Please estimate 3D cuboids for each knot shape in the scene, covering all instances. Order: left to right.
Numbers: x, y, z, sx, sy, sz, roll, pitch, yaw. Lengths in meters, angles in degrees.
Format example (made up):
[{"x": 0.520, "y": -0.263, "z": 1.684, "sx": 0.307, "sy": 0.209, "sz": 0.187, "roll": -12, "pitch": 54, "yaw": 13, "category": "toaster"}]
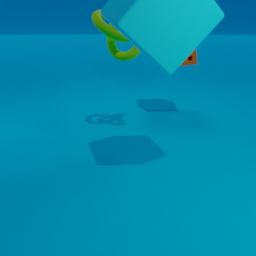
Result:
[{"x": -0.257, "y": -2.684, "z": 7.430, "sx": 1.482, "sy": 1.584, "sz": 0.732, "roll": 18, "pitch": -6, "yaw": -17, "category": "knot shape"}]

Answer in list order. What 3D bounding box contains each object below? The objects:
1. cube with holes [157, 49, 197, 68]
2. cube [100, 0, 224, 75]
[{"x": 1.596, "y": -2.793, "z": 9.671, "sx": 1.233, "sy": 1.233, "sz": 1.233, "roll": -7, "pitch": 16, "yaw": 3, "category": "cube with holes"}, {"x": 0.532, "y": -1.999, "z": 4.910, "sx": 1.332, "sy": 1.332, "sz": 1.332, "roll": 35, "pitch": 14, "yaw": -32, "category": "cube"}]
